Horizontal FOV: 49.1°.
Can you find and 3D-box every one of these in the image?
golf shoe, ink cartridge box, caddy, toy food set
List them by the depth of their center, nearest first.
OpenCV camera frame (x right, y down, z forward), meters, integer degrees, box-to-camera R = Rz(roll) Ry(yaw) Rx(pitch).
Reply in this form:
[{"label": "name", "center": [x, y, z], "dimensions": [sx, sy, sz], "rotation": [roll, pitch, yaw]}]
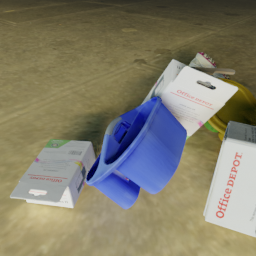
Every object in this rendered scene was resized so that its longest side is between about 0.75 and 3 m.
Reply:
[{"label": "ink cartridge box", "center": [2.682, 1.032, 4.805], "dimensions": [2.372, 1.711, 0.993], "rotation": [14, 25, 17]}, {"label": "caddy", "center": [0.117, 0.357, 5.755], "dimensions": [1.328, 1.789, 2.530], "rotation": [42, 37, -10]}, {"label": "ink cartridge box", "center": [-1.510, 1.039, 5.993], "dimensions": [1.095, 0.630, 1.870], "rotation": [3, 34, 13]}, {"label": "ink cartridge box", "center": [1.304, -0.678, 6.680], "dimensions": [1.381, 2.359, 0.794], "rotation": [20, 52, -13]}, {"label": "toy food set", "center": [2.631, -0.530, 7.828], "dimensions": [1.644, 0.913, 2.794], "rotation": [-3, 49, -9]}, {"label": "golf shoe", "center": [2.957, -1.613, 9.707], "dimensions": [2.146, 0.982, 0.808], "rotation": [49, 25, 8]}]
